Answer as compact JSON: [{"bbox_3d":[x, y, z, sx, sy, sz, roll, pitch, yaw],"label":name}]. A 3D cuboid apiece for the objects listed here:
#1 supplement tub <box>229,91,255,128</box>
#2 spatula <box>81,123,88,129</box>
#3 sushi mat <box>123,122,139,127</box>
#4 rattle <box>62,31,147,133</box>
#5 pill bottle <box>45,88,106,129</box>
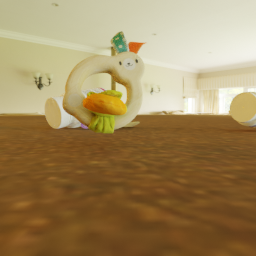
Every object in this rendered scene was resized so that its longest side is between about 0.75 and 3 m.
[{"bbox_3d":[3.278,-0.457,7.220,1.218,0.885,0.885,6,-1,-39],"label":"supplement tub"},{"bbox_3d":[-0.559,-0.253,8.053,1.625,0.167,0.459,-16,31,-1],"label":"spatula"},{"bbox_3d":[-0.280,-0.105,8.818,1.235,0.075,0.591,-2,-12,-30],"label":"sushi mat"},{"bbox_3d":[-0.152,-1.006,4.320,1.324,2.033,1.452,30,-18,13],"label":"rattle"},{"bbox_3d":[-1.489,-0.619,8.702,1.103,1.103,1.946,3,14,44],"label":"pill bottle"}]
